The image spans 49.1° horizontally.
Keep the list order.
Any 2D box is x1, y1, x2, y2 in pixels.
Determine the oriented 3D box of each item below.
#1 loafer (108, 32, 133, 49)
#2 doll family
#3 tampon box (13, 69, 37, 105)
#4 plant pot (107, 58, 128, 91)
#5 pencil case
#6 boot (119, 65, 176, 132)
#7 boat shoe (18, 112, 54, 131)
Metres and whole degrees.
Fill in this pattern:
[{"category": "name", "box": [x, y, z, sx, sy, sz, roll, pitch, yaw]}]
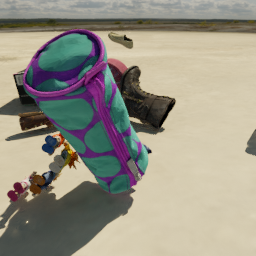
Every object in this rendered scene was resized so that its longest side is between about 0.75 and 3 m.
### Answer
[{"category": "loafer", "box": [-0.187, -2.573, 8.051, 0.809, 0.276, 0.306, 25, 45, -2]}, {"category": "doll family", "box": [-1.342, 0.747, 4.884, 0.684, 1.518, 0.942, 37, 3, -2]}, {"category": "tampon box", "box": [-3.088, -1.672, 10.250, 1.333, 1.123, 1.778, -5, 22, 5]}, {"category": "plant pot", "box": [-0.770, -1.424, 9.584, 1.525, 1.525, 1.365, 16, 43, 33]}, {"category": "pencil case", "box": [-0.444, -0.057, 4.334, 1.164, 2.736, 1.264, -45, 52, -16]}, {"category": "boot", "box": [0.558, -0.916, 8.385, 1.837, 0.731, 2.110, 12, 64, 25]}, {"category": "boat shoe", "box": [-2.257, -0.236, 7.776, 1.458, 0.513, 0.513, -11, 4, -25]}]
